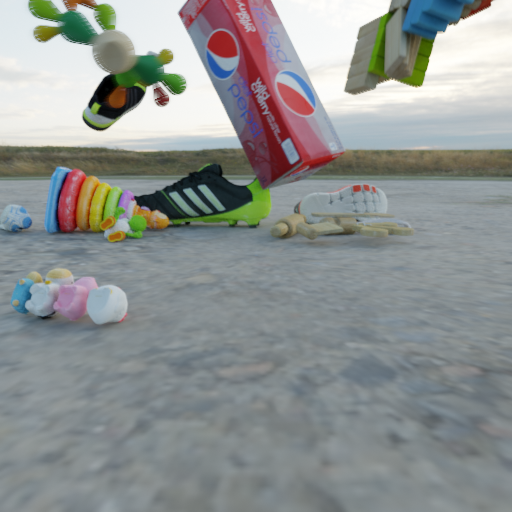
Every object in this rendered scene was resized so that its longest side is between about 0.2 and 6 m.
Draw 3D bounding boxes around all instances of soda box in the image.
[{"bbox_3d":[0.102,-3.681,11.768,1.520,4.343,1.377,-22,-6,-42],"label":"soda box"}]

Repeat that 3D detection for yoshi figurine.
[{"bbox_3d":[-2.426,-0.573,10.541,0.624,0.626,1.115,17,10,7],"label":"yoshi figurine"}]

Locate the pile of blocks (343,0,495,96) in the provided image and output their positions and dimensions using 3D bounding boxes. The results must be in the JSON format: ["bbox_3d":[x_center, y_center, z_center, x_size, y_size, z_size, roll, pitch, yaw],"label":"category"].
[{"bbox_3d":[2.397,-3.059,7.200,1.090,1.440,3.508,12,-19,-15],"label":"pile of blocks"}]

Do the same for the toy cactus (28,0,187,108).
[{"bbox_3d":[-1.833,-2.477,6.861,2.137,1.093,1.763,37,11,-26],"label":"toy cactus"}]

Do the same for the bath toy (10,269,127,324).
[{"bbox_3d":[-1.707,0.404,5.314,1.217,0.529,0.450,6,-23,25],"label":"bath toy"}]

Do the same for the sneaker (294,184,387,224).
[{"bbox_3d":[1.985,-1.245,13.440,2.383,0.918,0.976,-3,4,-20],"label":"sneaker"}]

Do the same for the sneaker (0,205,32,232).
[{"bbox_3d":[-5.041,-0.744,11.753,0.597,0.592,1.648,32,-10,-23],"label":"sneaker"}]

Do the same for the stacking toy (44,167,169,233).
[{"bbox_3d":[-2.965,-0.952,11.469,2.401,1.318,1.393,11,7,-4],"label":"stacking toy"}]

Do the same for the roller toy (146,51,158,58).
[{"bbox_3d":[-2.286,-4.216,12.258,0.373,0.487,0.534,15,39,-26],"label":"roller toy"}]

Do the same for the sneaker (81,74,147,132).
[{"bbox_3d":[-2.722,-3.329,11.296,0.775,0.896,2.163,30,50,-10],"label":"sneaker"}]

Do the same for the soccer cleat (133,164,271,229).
[{"bbox_3d":[-1.372,-1.339,12.360,3.418,1.386,1.154,0,10,1],"label":"soccer cleat"}]

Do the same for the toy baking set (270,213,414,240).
[{"bbox_3d":[1.726,-0.534,10.952,2.573,0.390,3.353,5,11,12],"label":"toy baking set"}]
